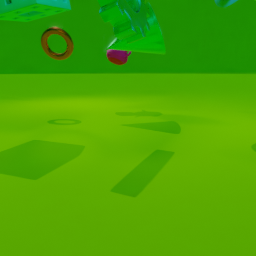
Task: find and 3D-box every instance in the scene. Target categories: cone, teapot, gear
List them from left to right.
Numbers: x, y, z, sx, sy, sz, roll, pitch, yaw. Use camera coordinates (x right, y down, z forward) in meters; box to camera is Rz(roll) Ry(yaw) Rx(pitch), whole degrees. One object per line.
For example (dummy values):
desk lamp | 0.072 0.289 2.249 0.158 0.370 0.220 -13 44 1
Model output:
teapot | -0.414 -2.868 10.856 1.357 0.664 0.844 9 -14 40
gear | -0.157 -2.735 5.506 0.375 2.030 2.030 -13 5 26
cone | 0.118 -2.802 8.784 1.653 1.646 1.646 -21 11 5

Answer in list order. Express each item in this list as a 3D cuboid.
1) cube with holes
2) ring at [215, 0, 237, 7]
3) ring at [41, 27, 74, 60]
cube with holes | -2.346 -3.266 6.272 1.360 1.360 1.360 -5 15 21
ring | 2.821 -3.512 6.352 1.918 0.384 1.918 -37 0 0
ring | -2.369 -2.808 9.372 1.120 1.120 0.224 2 37 7
